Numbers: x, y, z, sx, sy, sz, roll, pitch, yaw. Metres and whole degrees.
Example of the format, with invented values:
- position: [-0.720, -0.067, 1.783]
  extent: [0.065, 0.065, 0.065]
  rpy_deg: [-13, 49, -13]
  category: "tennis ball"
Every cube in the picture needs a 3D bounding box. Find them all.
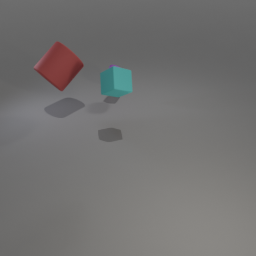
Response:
- position: [-0.361, -1.387, 8.529]
  extent: [0.700, 0.700, 0.700]
  rpy_deg: [4, -12, -40]
  category: "cube"

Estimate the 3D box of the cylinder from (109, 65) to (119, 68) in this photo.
- position: [-0.621, -2.371, 12.612]
  extent: [0.700, 0.700, 0.700]
  rpy_deg: [22, -9, 4]
  category: "cylinder"

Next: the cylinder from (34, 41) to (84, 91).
- position: [-2.711, -2.410, 11.048]
  extent: [1.400, 1.400, 1.400]
  rpy_deg: [-51, 46, -5]
  category: "cylinder"
